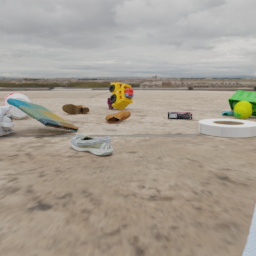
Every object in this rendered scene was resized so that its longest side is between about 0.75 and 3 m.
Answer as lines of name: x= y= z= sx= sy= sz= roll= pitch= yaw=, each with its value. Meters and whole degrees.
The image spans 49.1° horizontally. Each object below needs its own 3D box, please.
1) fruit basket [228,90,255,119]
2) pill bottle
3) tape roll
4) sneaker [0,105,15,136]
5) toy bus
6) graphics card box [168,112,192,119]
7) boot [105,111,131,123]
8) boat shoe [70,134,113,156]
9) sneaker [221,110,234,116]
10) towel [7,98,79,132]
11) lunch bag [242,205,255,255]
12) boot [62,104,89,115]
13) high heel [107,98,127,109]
fruit basket: x=5.160 y=-0.840 z=12.220 sx=1.688 sy=1.688 sz=1.218 roll=7 pitch=-31 yaw=37
pill bottle: x=-4.834 y=-0.986 z=12.254 sx=1.089 sy=1.089 sz=1.941 roll=-5 pitch=11 yaw=-25
tape roll: x=3.121 y=-0.019 z=8.767 sx=1.819 sy=0.332 sz=1.819 roll=-1 pitch=10 yaw=0
sneaker: x=-4.375 y=-0.273 z=8.588 sx=1.460 sy=0.954 sz=2.540 roll=-5 pitch=16 yaw=-30
toy bus: x=-0.235 y=-1.937 z=15.349 sx=1.012 sy=1.491 sz=1.431 roll=12 pitch=-27 yaw=-41
graphics card box: x=2.226 y=-0.533 z=12.056 sx=1.038 sy=0.264 sz=0.651 roll=0 pitch=10 yaw=8
boot: x=-0.350 y=-0.401 z=10.964 sx=1.070 sy=0.394 sz=0.828 roll=-13 pitch=10 yaw=-7
boat shoe: x=-0.861 y=0.318 z=6.456 sx=0.496 sy=0.431 sz=1.345 roll=-9 pitch=13 yaw=-43
sneaker: x=4.714 y=-0.645 z=12.929 sx=0.767 sy=0.297 sz=0.306 roll=-1 pitch=28 yaw=24
towel: x=-2.690 y=-0.401 z=8.833 sx=2.006 sy=0.218 sz=1.471 roll=28 pitch=8 yaw=31
lunch bag: x=1.115 y=0.898 z=0.539 sx=1.740 sy=1.304 sz=2.051 roll=4 pitch=20 yaw=30
boot: x=-2.654 y=-0.978 z=13.904 sx=1.368 sy=0.524 sz=1.062 roll=-4 pitch=10 yaw=-23
high heel: x=-0.592 y=-1.453 z=16.181 sx=0.471 sy=0.671 sz=1.396 roll=-3 pitch=4 yaw=44
